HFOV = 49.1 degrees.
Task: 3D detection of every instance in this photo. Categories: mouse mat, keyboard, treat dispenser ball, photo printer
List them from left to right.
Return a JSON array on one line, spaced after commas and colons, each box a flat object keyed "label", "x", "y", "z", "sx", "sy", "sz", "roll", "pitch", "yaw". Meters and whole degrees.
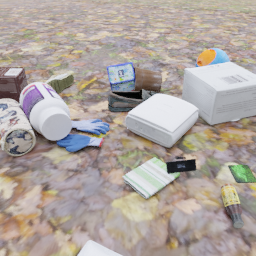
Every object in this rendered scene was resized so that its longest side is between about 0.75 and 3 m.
[{"label": "photo printer", "x": 1.512, "y": -0.465, "z": 11.370, "sx": 2.191, "sy": 0.914, "sz": 2.633, "roll": 25, "pitch": 40, "yaw": 28}, {"label": "keyboard", "x": 1.683, "y": 1.131, "z": 8.885, "sx": 0.943, "sy": 0.566, "sz": 0.121, "roll": -7, "pitch": 19, "yaw": 3}, {"label": "treat dispenser ball", "x": 4.598, "y": -3.414, "z": 15.243, "sx": 1.778, "sy": 1.778, "sz": 1.778, "roll": 0, "pitch": 33, "yaw": 0}, {"label": "mouse mat", "x": 3.757, "y": 1.495, "z": 9.212, "sx": 0.702, "sy": 0.033, "sz": 0.873, "roll": -2, "pitch": 32, "yaw": -2}]

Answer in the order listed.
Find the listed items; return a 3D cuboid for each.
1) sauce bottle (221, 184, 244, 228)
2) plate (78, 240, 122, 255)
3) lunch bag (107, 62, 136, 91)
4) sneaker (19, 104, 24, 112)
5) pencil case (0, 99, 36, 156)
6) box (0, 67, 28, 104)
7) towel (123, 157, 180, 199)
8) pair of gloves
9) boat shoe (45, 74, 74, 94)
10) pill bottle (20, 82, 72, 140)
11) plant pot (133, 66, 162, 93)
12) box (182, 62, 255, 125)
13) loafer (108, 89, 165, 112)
[{"label": "sauce bottle", "x": 2.928, "y": 2.150, "z": 7.816, "sx": 0.446, "sy": 0.446, "sz": 1.350, "roll": 1, "pitch": 32, "yaw": 2}, {"label": "plate", "x": -0.677, "y": 3.299, "z": 6.219, "sx": 1.303, "sy": 0.211, "sz": 1.300, "roll": 17, "pitch": 38, "yaw": 21}, {"label": "lunch bag", "x": -0.285, "y": -2.404, "z": 13.715, "sx": 1.293, "sy": 1.521, "sz": 0.969, "roll": -11, "pitch": 32, "yaw": -1}, {"label": "sneaker", "x": -4.494, "y": -0.876, "z": 12.517, "sx": 1.084, "sy": 0.435, "sz": 0.468, "roll": -20, "pitch": 39, "yaw": -26}, {"label": "pencil case", "x": -4.447, "y": -0.088, "z": 10.637, "sx": 1.288, "sy": 1.120, "sz": 2.879, "roll": -15, "pitch": 36, "yaw": -27}, {"label": "box", "x": -5.512, "y": -1.954, "z": 13.185, "sx": 1.227, "sy": 1.494, "sz": 1.240, "roll": 0, "pitch": 32, "yaw": 0}, {"label": "towel", "x": 0.752, "y": 1.576, "z": 8.964, "sx": 1.560, "sy": 0.239, "sz": 1.164, "roll": -24, "pitch": 42, "yaw": -36}, {"label": "pair of gloves", "x": -1.715, "y": 0.258, "z": 10.935, "sx": 1.809, "sy": 0.256, "sz": 2.250, "roll": 3, "pitch": 32, "yaw": 8}, {"label": "boat shoe", "x": -3.717, "y": -2.268, "z": 14.419, "sx": 0.741, "sy": 0.810, "sz": 2.167, "roll": 11, "pitch": 26, "yaw": 25}, {"label": "pill bottle", "x": -3.232, "y": -0.660, "z": 11.121, "sx": 1.539, "sy": 1.539, "sz": 2.762, "roll": -17, "pitch": 36, "yaw": -24}, {"label": "plant pot", "x": 0.899, "y": -2.330, "z": 14.001, "sx": 1.402, "sy": 1.417, "sz": 1.417, "roll": 1, "pitch": 32, "yaw": -11}, {"label": "box", "x": 4.154, "y": -1.629, "z": 12.513, "sx": 2.565, "sy": 1.686, "sz": 2.579, "roll": -11, "pitch": 35, "yaw": -17}, {"label": "loafer", "x": 0.472, "y": -1.361, "z": 12.825, "sx": 2.823, "sy": 0.888, "sz": 1.014, "roll": -9, "pitch": 34, "yaw": -13}]
